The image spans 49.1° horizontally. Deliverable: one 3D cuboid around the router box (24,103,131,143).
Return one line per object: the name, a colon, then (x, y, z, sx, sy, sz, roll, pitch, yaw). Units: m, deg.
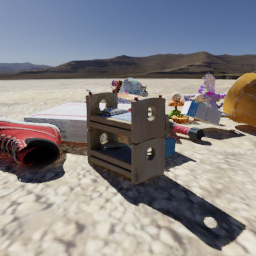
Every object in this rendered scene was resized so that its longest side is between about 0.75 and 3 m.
router box: (-1.508, -0.269, 9.738, 2.980, 0.728, 2.675, 3, 16, 22)

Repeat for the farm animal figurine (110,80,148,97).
farm animal figurine: (-0.013, -2.315, 18.625, 2.509, 1.323, 2.537, 12, 6, -4)

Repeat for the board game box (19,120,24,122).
board game box: (-4.159, 0.059, 9.947, 1.210, 0.308, 1.788, 8, 15, 33)

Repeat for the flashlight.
flashlight: (1.730, 0.055, 9.509, 1.635, 0.556, 0.554, 16, 55, 45)

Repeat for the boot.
boot: (-3.102, 0.416, 7.046, 2.730, 0.989, 1.969, 0, 15, -12)

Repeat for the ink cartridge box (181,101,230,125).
ink cartridge box: (2.955, -0.518, 10.718, 1.601, 0.534, 0.927, 19, 2, -3)

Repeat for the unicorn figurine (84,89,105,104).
unicorn figurine: (-1.827, -1.795, 16.581, 2.680, 0.990, 1.841, -7, 16, -32)

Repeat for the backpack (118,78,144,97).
backpack: (0.122, -1.875, 15.444, 1.276, 1.665, 1.464, 25, 20, 24)

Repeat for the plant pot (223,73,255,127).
plant pot: (4.988, -0.819, 10.591, 1.994, 1.994, 1.825, -8, 34, -30)

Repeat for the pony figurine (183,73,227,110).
pony figurine: (4.209, -1.607, 14.599, 2.388, 2.060, 2.474, 0, -6, -45)

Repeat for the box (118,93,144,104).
box: (-0.091, -1.175, 13.869, 1.239, 0.865, 1.627, -13, 23, -43)

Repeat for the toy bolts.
toy bolts: (2.641, -0.929, 12.358, 1.691, 1.173, 1.615, 1, 13, 4)

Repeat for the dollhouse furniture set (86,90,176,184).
dollhouse furniture set: (0.508, -0.040, 7.020, 2.552, 1.789, 1.799, -11, 17, -41)
